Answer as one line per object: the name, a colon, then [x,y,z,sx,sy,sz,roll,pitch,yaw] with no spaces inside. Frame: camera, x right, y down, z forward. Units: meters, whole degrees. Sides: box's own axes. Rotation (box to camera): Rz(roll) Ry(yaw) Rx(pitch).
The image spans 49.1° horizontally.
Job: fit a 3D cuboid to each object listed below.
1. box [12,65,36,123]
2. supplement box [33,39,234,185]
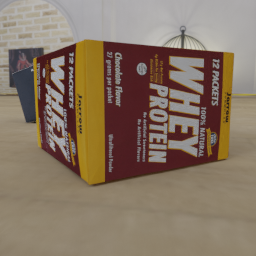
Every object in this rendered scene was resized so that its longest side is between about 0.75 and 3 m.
box: [-2.834,-1.185,9.645,1.043,1.692,1.678,-14,3,22]
supplement box: [-0.054,-0.411,4.964,2.584,1.740,2.620,-5,10,-31]
